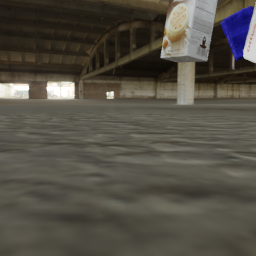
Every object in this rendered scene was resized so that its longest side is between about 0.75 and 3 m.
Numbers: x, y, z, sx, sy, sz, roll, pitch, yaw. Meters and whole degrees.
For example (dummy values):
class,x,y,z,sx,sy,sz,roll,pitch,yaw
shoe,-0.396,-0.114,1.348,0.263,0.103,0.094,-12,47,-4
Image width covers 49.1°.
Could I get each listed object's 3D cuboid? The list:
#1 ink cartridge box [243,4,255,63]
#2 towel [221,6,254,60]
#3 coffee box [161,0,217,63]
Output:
class,x,y,z,sx,sy,sz,roll,pitch,yaw
ink cartridge box,3.547,-2.133,5.878,1.020,1.806,2.460,6,23,-1
towel,3.164,-2.602,7.732,0.917,1.242,0.308,-23,-6,41
coffee box,2.200,-3.819,10.119,1.072,2.688,1.537,4,7,-32
